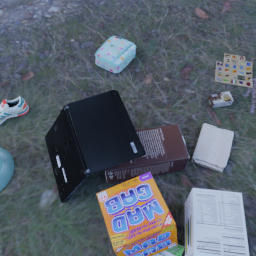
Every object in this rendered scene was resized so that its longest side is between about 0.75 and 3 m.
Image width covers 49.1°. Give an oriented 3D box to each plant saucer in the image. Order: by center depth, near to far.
[{"bbox_3d":[-5.031,1.431,9.620,2.088,0.375,2.088,0,56,0],"label":"plant saucer"}]

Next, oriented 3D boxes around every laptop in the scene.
[{"bbox_3d":[-1.278,0.561,9.223,1.535,2.972,2.634,4,51,-40],"label":"laptop"}]

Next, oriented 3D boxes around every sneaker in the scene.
[{"bbox_3d":[-4.828,-0.690,10.749,1.889,0.883,0.665,-24,59,-16],"label":"sneaker"}]

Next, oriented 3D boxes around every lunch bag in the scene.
[{"bbox_3d":[-0.504,-3.357,12.683,1.448,0.696,1.805,27,60,17],"label":"lunch bag"}]

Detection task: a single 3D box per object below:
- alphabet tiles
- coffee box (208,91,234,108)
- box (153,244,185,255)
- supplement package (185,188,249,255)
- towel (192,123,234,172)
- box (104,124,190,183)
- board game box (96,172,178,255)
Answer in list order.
[{"bbox_3d":[4.762,-2.636,12.576,1.603,0.072,1.918,11,56,8],"label":"alphabet tiles"},{"bbox_3d":[3.750,-1.149,11.378,0.855,0.341,0.483,-9,62,-6],"label":"coffee box"},{"bbox_3d":[0.810,3.887,8.007,1.126,0.283,1.560,24,60,16],"label":"box"},{"bbox_3d":[2.413,2.904,7.965,1.412,1.423,1.875,5,56,3],"label":"supplement package"},{"bbox_3d":[3.093,0.661,10.178,1.203,0.313,1.815,19,58,11],"label":"towel"},{"bbox_3d":[0.519,0.865,9.620,2.810,1.053,1.407,-9,56,-4],"label":"box"},{"bbox_3d":[0.274,2.563,7.835,1.636,1.636,1.637,-21,49,-6],"label":"board game box"}]
